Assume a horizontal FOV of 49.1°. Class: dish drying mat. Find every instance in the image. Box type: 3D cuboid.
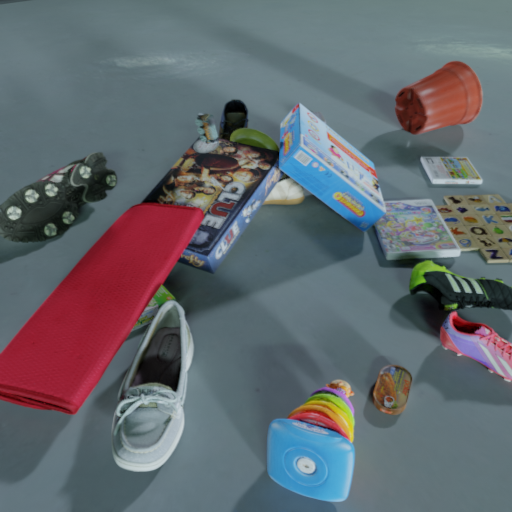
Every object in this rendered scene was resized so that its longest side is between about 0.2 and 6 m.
[{"bbox_3d":[-2.581,0.610,9.739,1.829,0.433,4.763,8,43,18],"label":"dish drying mat"}]

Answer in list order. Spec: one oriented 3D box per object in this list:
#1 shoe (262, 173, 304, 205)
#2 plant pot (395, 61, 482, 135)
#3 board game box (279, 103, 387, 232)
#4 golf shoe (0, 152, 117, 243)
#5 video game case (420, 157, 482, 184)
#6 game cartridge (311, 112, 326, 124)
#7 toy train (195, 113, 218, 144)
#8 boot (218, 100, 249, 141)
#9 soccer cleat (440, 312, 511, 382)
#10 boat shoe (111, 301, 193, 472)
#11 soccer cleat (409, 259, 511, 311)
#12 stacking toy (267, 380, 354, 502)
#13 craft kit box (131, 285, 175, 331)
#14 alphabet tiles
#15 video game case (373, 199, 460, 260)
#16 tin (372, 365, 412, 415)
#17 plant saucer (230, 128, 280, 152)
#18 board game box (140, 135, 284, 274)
[{"bbox_3d":[-0.173,-1.564,13.275,2.679,0.715,0.937,-7,36,-10],"label":"shoe"},{"bbox_3d":[5.348,-4.605,16.795,1.887,1.941,1.941,-24,41,-18],"label":"plant pot"},{"bbox_3d":[1.699,-2.070,12.813,2.524,0.705,2.471,34,30,-18],"label":"board game box"},{"bbox_3d":[-4.627,-1.235,12.709,1.424,1.248,3.233,-3,28,38],"label":"golf shoe"},{"bbox_3d":[5.118,-2.262,14.772,1.260,0.158,1.385,1,34,1],"label":"video game case"},{"bbox_3d":[1.870,-4.351,17.762,0.562,0.166,0.866,0,35,-7],"label":"game cartridge"},{"bbox_3d":[-1.094,-2.858,12.607,0.418,0.734,0.313,11,42,32],"label":"toy train"},{"bbox_3d":[-0.744,-2.960,14.411,1.140,1.479,3.052,0,29,6],"label":"boot"},{"bbox_3d":[3.814,1.477,8.990,1.729,0.661,0.577,23,41,30],"label":"soccer cleat"},{"bbox_3d":[-1.489,1.834,8.275,1.019,0.887,2.766,4,35,6],"label":"boat shoe"},{"bbox_3d":[3.797,0.712,10.206,2.023,0.683,0.820,18,60,21],"label":"soccer cleat"},{"bbox_3d":[0.982,2.273,7.765,1.128,1.067,1.944,11,25,20],"label":"stacking toy"},{"bbox_3d":[-2.552,0.788,10.250,1.601,0.393,1.621,-25,42,-27],"label":"craft kit box"},{"bbox_3d":[5.321,-0.677,12.564,2.276,0.087,2.735,-3,35,-2],"label":"alphabet tiles"},{"bbox_3d":[3.395,-0.624,12.344,1.529,0.192,2.136,-3,35,0],"label":"video game case"},{"bbox_3d":[2.096,2.052,8.599,0.516,0.193,0.921,10,36,21],"label":"tin"},{"bbox_3d":[-0.059,-2.529,13.400,1.276,1.276,0.198,13,62,18],"label":"plant saucer"},{"bbox_3d":[-1.075,-1.268,12.226,2.250,0.575,3.321,17,54,23],"label":"board game box"}]
